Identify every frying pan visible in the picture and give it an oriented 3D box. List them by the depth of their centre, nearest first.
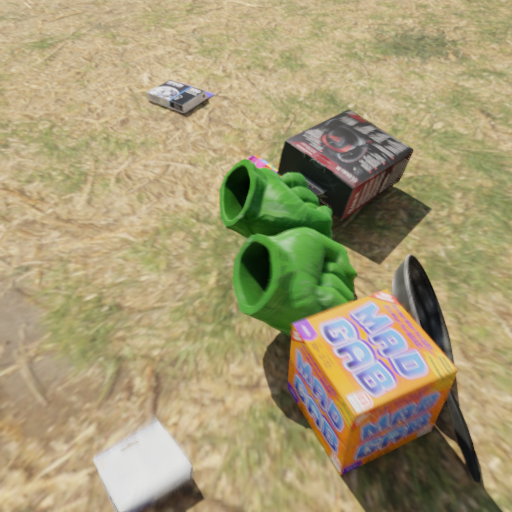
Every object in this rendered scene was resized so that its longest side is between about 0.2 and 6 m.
[{"bbox_3d":[2.826,1.589,8.773,0.540,2.007,3.318,-20,79,26],"label":"frying pan"}]

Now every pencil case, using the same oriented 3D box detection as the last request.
[{"bbox_3d":[0.283,-1.701,12.453,0.606,0.606,1.372,-29,52,-27],"label":"pencil case"}]

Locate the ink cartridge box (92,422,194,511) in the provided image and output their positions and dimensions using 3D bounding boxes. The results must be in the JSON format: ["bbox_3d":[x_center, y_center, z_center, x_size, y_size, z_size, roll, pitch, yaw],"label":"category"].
[{"bbox_3d":[-1.571,2.931,7.754,1.066,0.235,1.086,-25,32,-24],"label":"ink cartridge box"}]

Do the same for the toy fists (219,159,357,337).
[{"bbox_3d":[0.633,-0.184,9.855,2.001,1.350,3.925,26,32,-32],"label":"toy fists"}]

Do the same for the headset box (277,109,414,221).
[{"bbox_3d":[1.817,-1.968,11.948,1.874,0.946,2.521,39,50,23],"label":"headset box"}]

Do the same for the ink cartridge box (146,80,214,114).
[{"bbox_3d":[-2.112,-4.561,15.728,1.356,0.297,1.369,25,48,25],"label":"ink cartridge box"}]

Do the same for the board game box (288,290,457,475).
[{"bbox_3d":[1.545,1.777,8.021,1.603,1.602,1.601,-18,47,-18],"label":"board game box"}]
